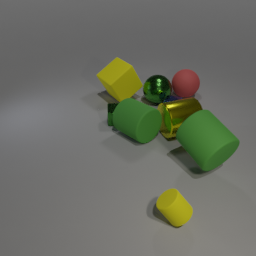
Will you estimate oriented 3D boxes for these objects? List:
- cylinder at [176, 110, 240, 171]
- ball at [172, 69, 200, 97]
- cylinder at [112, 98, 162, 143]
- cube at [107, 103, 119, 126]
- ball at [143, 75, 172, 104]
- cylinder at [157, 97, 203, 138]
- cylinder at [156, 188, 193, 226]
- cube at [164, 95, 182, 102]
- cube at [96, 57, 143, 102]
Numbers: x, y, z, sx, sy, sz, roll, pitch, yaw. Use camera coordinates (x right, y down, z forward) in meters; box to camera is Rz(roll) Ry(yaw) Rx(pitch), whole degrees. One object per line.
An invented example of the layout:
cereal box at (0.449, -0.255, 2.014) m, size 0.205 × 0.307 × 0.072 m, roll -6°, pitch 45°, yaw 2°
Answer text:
cylinder at (2.463, 0.381, 8.769) m, size 1.400 × 1.400 × 1.400 m, roll -18°, pitch 53°, yaw -27°
ball at (2.900, -2.251, 14.104) m, size 1.400 × 1.400 × 1.400 m, roll 0°, pitch 31°, yaw 0°
cylinder at (0.353, -0.305, 10.892) m, size 1.400 × 1.400 × 1.400 m, roll -25°, pitch 38°, yaw -35°
cube at (-0.512, -0.578, 11.925) m, size 0.700 × 0.700 × 0.700 m, roll -2°, pitch 42°, yaw -3°
ball at (1.424, -1.873, 13.556) m, size 1.400 × 1.400 × 1.400 m, roll 0°, pitch 31°, yaw 0°
cylinder at (2.036, -0.408, 11.032) m, size 1.400 × 1.400 × 1.400 m, roll -12°, pitch 33°, yaw -15°
cylinder at (1.218, 2.074, 7.339) m, size 0.700 × 0.700 × 0.700 m, roll -36°, pitch 17°, yaw 13°
cube at (2.030, -1.017, 12.803) m, size 0.700 × 0.700 × 0.700 m, roll 11°, pitch 33°, yaw 18°
cube at (-0.396, -2.315, 13.658) m, size 1.400 × 1.400 × 1.400 m, roll -42°, pitch 45°, yaw -6°
